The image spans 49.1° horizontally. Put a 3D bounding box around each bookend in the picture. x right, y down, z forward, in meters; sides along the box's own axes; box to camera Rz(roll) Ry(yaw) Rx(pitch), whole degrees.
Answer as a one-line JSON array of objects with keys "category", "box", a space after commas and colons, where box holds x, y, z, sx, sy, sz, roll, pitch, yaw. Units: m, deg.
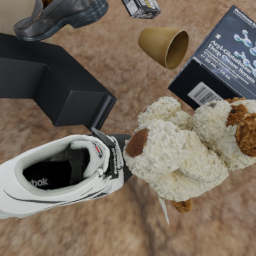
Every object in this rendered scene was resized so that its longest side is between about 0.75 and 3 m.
[{"category": "bookend", "box": [-1.921, -0.895, 5.948, 2.383, 1.098, 2.368, 44, 28, 25]}]

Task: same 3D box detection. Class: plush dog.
[{"category": "plush dog", "box": [1.377, 0.294, 4.657, 2.171, 2.528, 2.028, -27, 100, 18]}]

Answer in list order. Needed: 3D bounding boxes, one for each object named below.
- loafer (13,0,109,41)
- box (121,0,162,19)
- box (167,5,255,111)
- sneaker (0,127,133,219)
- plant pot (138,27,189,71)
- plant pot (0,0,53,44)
[{"category": "loafer", "box": [-1.359, -2.147, 5.039, 2.058, 0.744, 0.749, -9, 45, 26]}, {"category": "box", "box": [0.145, -3.547, 7.242, 1.165, 0.368, 1.477, -25, 86, -52]}, {"category": "box", "box": [2.272, -1.343, 6.323, 1.671, 1.206, 2.252, 38, 59, -1]}, {"category": "sneaker", "box": [-0.577, 0.590, 4.363, 2.923, 1.293, 1.083, -16, 78, -45]}, {"category": "plant pot", "box": [0.851, -2.212, 7.373, 1.126, 1.049, 1.049, 32, 63, 28]}, {"category": "plant pot", "box": [-3.089, -3.088, 6.946, 2.404, 2.086, 2.404, 7, 30, -4]}]
